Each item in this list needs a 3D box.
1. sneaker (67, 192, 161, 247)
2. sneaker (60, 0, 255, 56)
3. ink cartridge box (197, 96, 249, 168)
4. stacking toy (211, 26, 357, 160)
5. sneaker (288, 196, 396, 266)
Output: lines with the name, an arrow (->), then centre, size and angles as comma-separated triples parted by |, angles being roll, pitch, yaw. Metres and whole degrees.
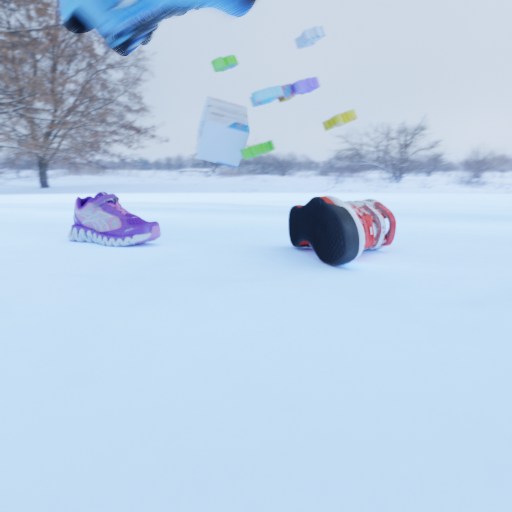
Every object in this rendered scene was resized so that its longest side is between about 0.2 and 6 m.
sneaker -> -2.831, -0.738, 10.951 | 2.296, 1.015, 0.923 | 7, 9, 34
sneaker -> -1.301, -3.167, 6.997 | 3.090, 1.390, 1.211 | 20, 17, 31
ink cartridge box -> -0.769, -2.824, 12.710 | 0.965, 0.961, 1.316 | 12, 38, -14
stacking toy -> 0.646, -3.595, 12.264 | 2.927, 2.206, 0.688 | -23, 5, -22
sneaker -> 1.628, -0.493, 9.087 | 1.631, 1.016, 3.043 | -4, 6, -10
